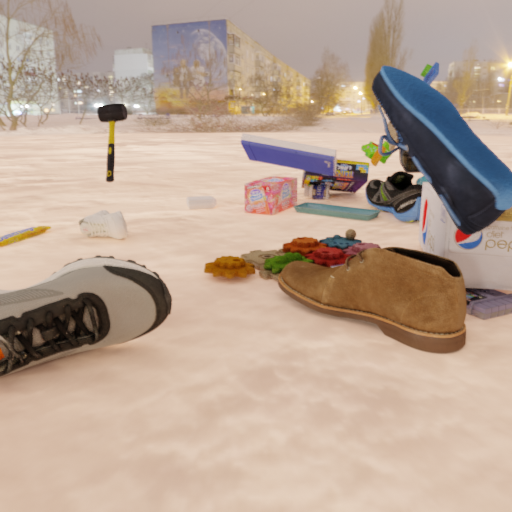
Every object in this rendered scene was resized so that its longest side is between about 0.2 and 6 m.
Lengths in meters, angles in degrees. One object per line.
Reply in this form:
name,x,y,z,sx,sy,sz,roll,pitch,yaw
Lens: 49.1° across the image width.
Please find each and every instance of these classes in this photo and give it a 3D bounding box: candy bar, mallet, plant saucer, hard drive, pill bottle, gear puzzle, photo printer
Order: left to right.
candy bar,-5.287,-0.450,12.497,0.420,0.187,1.685,6,16,20
mallet,-3.057,-2.493,12.176,0.625,1.897,0.390,-12,-20,3
photo printer,-1.557,-1.537,16.075,0.842,0.292,0.700,-4,16,-11
hard drive,0.541,-1.595,8.896,1.454,0.184,0.959,12,-5,10
gear puzzle,0.687,-0.050,10.540,3.626,0.475,1.878,-8,18,-25
pill bottle,1.874,-1.977,17.315,0.749,0.448,0.448,4,17,13
plant saucer,2.148,-1.193,15.065,2.249,0.213,0.786,11,19,32

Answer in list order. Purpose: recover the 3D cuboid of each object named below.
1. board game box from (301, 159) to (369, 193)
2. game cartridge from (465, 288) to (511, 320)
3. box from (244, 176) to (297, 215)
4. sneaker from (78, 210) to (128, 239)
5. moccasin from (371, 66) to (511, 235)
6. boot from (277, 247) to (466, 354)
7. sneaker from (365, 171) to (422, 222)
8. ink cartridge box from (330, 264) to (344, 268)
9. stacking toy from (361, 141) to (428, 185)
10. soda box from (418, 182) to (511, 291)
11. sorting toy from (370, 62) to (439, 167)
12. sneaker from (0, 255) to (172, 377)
board game box,2.390,-2.466,17.369,1.827,0.627,2.210,7,-2,2
game cartridge,3.304,0.610,8.721,0.895,0.265,1.380,-3,16,-27
box,0.445,-1.723,15.755,0.893,0.824,1.741,8,18,27
sneaker,-3.460,-0.624,12.517,0.832,0.652,1.675,-20,15,-34
moccasin,2.433,-1.598,8.183,1.237,1.048,3.074,0,49,-26
boot,1.563,0.322,8.043,1.147,1.176,3.116,-17,22,-40
sneaker,3.820,-1.723,15.083,1.021,1.193,2.879,-2,16,-11
ink cartridge box,2.089,0.350,9.566,1.210,0.246,1.213,-9,18,-30
stacking toy,4.777,-1.925,13.682,2.989,0.931,3.964,27,4,-28
soda box,3.875,-0.534,10.213,1.427,1.334,4.191,3,13,11
sorting toy,3.380,-3.094,12.499,0.352,2.581,1.453,26,33,-8
sneaker,-2.582,0.857,6.494,3.237,1.196,1.283,-9,26,-8
